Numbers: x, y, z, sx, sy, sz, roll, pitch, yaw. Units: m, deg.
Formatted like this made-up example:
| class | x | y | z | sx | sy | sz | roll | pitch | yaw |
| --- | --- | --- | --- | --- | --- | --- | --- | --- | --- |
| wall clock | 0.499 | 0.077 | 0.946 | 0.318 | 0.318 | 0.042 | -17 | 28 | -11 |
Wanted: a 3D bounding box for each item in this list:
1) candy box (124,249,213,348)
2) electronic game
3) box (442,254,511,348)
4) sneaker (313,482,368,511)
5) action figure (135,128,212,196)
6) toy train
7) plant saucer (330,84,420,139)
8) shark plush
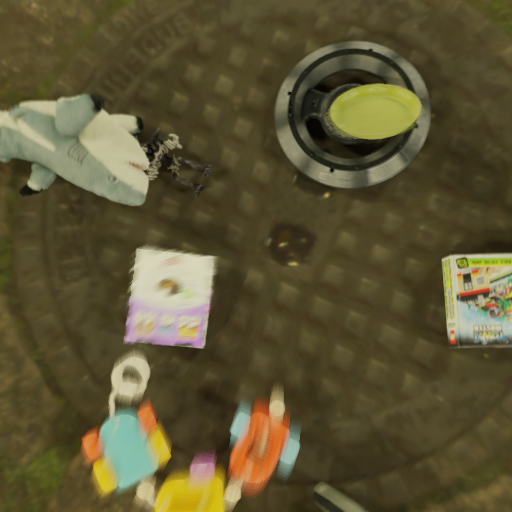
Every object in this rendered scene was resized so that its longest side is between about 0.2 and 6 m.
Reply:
| class | x | y | z | sx | sy | sz | roll | pitch | yaw |
| --- | --- | --- | --- | --- | --- | --- | --- | --- | --- |
| candy box | -1.343 | 0.677 | 8.819 | 1.206 | 0.514 | 1.438 | 6 | 80 | -2 |
| electronic game | 1.581 | -2.357 | 9.343 | 2.557 | 0.532 | 2.557 | -1 | 82 | 7 |
| box | 4.383 | 0.703 | 8.862 | 2.664 | 0.462 | 1.466 | -2 | 80 | -1 |
| sneaker | 1.483 | 4.359 | 8.045 | 2.203 | 0.842 | 1.262 | 44 | 77 | 1 |
| action figure | -1.458 | -1.570 | 9.134 | 1.433 | 0.731 | 0.852 | 26 | 92 | 3 |
| toy train | -0.983 | 2.798 | 8.250 | 2.914 | 0.810 | 2.189 | 25 | 70 | 0 |
| plant saucer | 1.823 | -2.189 | 8.611 | 1.343 | 0.209 | 1.343 | -6 | 46 | 6 |
| shark plush | -3.469 | -1.637 | 8.767 | 3.667 | 1.666 | 1.527 | 3 | 92 | 0 |
